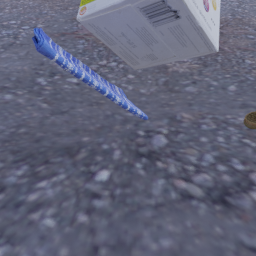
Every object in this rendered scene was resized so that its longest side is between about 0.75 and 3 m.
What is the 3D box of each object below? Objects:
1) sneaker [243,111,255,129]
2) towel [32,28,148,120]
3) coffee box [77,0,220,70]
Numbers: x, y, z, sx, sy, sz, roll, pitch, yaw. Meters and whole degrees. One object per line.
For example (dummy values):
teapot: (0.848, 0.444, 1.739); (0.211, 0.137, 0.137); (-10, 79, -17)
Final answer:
sneaker: (2.274, -0.028, 4.414); (1.046, 0.470, 0.351); (-10, 40, -14)
towel: (-0.869, -1.220, 6.256); (2.732, 0.326, 1.978); (32, 10, -30)
coffee box: (0.785, -3.807, 8.066); (2.881, 2.876, 2.849); (-5, 68, 36)
